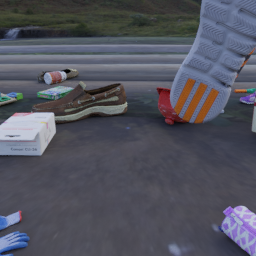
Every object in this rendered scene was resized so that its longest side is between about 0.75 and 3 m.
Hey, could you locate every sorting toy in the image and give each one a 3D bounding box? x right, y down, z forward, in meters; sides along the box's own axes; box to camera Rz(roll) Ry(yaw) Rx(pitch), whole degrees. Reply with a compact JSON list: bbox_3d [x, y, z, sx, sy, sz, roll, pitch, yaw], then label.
[{"bbox_3d":[-4.718,-1.029,9.880,1.162,0.281,2.063,17,30,35],"label":"sorting toy"}]

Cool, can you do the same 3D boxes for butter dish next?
[{"bbox_3d":[1.334,-0.513,8.016,1.190,0.880,1.187,17,-17,30],"label":"butter dish"}]

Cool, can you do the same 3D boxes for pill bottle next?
[{"bbox_3d":[-3.362,-2.355,13.033,0.526,0.526,0.938,18,28,38],"label":"pill bottle"}]

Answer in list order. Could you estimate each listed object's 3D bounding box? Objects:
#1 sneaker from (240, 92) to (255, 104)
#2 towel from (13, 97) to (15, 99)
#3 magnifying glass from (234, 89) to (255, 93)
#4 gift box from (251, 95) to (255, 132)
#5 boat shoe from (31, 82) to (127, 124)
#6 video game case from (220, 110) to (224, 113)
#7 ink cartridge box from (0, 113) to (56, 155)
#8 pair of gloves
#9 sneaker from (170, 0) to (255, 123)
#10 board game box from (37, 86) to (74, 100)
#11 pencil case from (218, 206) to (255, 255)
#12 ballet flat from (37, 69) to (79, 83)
[{"bbox_3d":[4.495,-1.098,9.964,0.992,0.438,0.399,-1,23,0],"label":"sneaker"},{"bbox_3d":[-4.493,-1.142,10.585,0.376,0.079,0.873,-7,22,-26],"label":"towel"},{"bbox_3d":[4.949,-1.517,11.451,1.180,0.132,0.469,-3,22,-5],"label":"magnifying glass"},{"bbox_3d":[4.315,-0.537,6.333,2.408,2.222,2.249,-11,17,-22],"label":"gift box"},{"bbox_3d":[-1.453,-0.891,8.531,2.938,1.087,1.085,-10,24,-24],"label":"boat shoe"},{"bbox_3d":[2.509,-0.653,9.276,0.990,0.109,0.901,-3,21,-8],"label":"video game case"},{"bbox_3d":[-2.403,0.165,6.542,1.014,0.588,1.741,0,20,0],"label":"ink cartridge box"},{"bbox_3d":[-1.825,1.479,3.862,0.805,0.114,1.001,-11,23,-26],"label":"pair of gloves"},{"bbox_3d":[1.029,-1.016,2.870,0.735,1.895,1.062,31,29,4],"label":"sneaker"},{"bbox_3d":[-2.781,-1.399,11.055,0.875,0.189,1.300,11,24,27],"label":"board game box"},{"bbox_3d":[1.700,1.420,3.444,0.491,0.500,1.169,-39,34,-12],"label":"pencil case"},{"bbox_3d":[-3.419,-2.691,13.829,0.809,0.557,2.402,18,28,38],"label":"ballet flat"}]
